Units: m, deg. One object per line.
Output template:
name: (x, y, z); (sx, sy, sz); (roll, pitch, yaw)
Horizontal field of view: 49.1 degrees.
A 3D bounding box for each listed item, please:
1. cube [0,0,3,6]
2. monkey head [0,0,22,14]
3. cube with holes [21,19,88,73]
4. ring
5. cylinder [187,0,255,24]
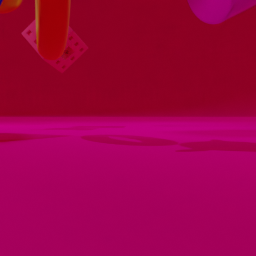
cube: (-3.022, -2.033, 4.242); (1.318, 1.318, 1.318); (-46, -11, 26)
monkey head: (-3.069, -3.469, 6.714); (1.079, 1.288, 1.790); (-9, 31, 21)
cube with holes: (-2.048, -2.480, 7.990); (1.092, 1.092, 1.092); (-43, -16, 4)
ring: (-1.049, -1.831, 3.783); (0.358, 1.789, 1.789); (-1, 3, -19)
cylinder: (1.659, -2.386, 4.455); (1.110, 1.110, 1.110); (-29, 12, -18)
